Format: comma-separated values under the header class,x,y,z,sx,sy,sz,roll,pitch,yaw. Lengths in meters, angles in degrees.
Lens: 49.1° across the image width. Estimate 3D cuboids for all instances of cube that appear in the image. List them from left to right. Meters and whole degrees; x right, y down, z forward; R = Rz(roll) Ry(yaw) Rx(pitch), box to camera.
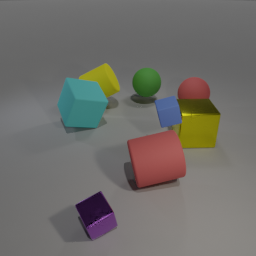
class,x,y,z,sx,sy,sz,roll,pitch,yaw
cube,-1.849,-0.987,11.241,1.400,1.400,1.400,3,41,-34
cube,-0.745,2.087,6.680,0.700,0.700,0.700,-26,49,-16
cube,1.327,-0.541,9.263,0.700,0.700,0.700,-14,33,6
cube,2.472,-0.197,10.477,1.400,1.400,1.400,-1,28,-2

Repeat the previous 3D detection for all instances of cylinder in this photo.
class,x,y,z,sx,sy,sz,roll,pitch,yaw
cylinder,-1.291,-2.010,12.771,1.400,1.400,1.400,-24,25,13
cylinder,0.797,0.879,8.105,1.400,1.400,1.400,-13,29,-2

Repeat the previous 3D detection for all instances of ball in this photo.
class,x,y,z,sx,sy,sz,roll,pitch,yaw
ball,0.905,-2.204,13.555,1.400,1.400,1.400,0,28,0
ball,2.883,-1.524,12.295,1.400,1.400,1.400,0,28,0
